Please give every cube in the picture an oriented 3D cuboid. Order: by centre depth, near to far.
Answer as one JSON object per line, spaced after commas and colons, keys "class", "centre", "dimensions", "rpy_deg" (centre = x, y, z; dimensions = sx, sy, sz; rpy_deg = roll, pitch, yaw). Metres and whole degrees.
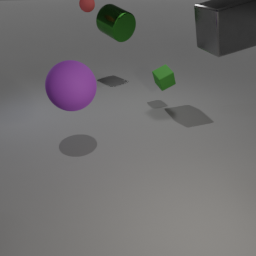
{"class": "cube", "centre": [3.053, -3.224, 8.748], "dimensions": [1.400, 1.400, 1.400], "rpy_deg": [-18, 32, -7]}
{"class": "cube", "centre": [1.559, -2.178, 12.135], "dimensions": [0.700, 0.700, 0.700], "rpy_deg": [-28, 49, -3]}

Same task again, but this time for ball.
{"class": "ball", "centre": [-1.574, -1.164, 7.774], "dimensions": [1.400, 1.400, 1.400], "rpy_deg": [0, 28, 0]}
{"class": "ball", "centre": [-1.837, -5.572, 12.575], "dimensions": [0.700, 0.700, 0.700], "rpy_deg": [0, 28, 0]}

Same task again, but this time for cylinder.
{"class": "cylinder", "centre": [-0.577, -5.047, 13.460], "dimensions": [1.400, 1.400, 1.400], "rpy_deg": [-22, 48, -35]}
